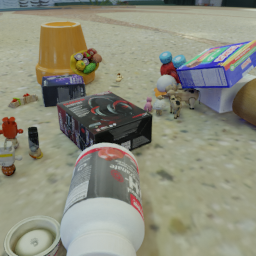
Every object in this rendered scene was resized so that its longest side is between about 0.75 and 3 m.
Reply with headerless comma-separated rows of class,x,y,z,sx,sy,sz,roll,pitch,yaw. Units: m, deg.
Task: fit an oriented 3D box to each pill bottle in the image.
pill bottle,-0.404,1.396,4.767,1.321,1.321,2.386,-1,29,-1

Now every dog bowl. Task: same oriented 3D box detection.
dog bowl,-1.585,1.953,4.766,0.935,0.345,0.935,1,28,0

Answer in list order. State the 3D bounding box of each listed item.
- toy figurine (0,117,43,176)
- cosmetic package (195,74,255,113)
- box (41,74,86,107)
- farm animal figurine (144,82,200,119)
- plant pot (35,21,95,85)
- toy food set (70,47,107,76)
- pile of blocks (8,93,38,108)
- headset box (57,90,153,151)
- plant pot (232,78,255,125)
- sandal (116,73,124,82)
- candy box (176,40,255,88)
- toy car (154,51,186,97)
toy figurine,-2.956,0.473,6.947,1.353,0.956,1.374,19,32,20
cosmetic package,3.528,-1.415,10.111,1.664,1.026,1.669,-12,27,-17
box,-2.400,-1.424,10.450,1.540,0.803,1.140,-7,30,-13
farm animal figurine,1.514,-1.062,9.694,1.774,0.892,1.432,-25,38,-38
plant pot,-2.798,-3.297,12.213,2.605,2.385,2.605,0,28,0
toy food set,-1.308,-2.352,9.552,1.428,0.840,0.466,-39,8,-36
pile of blocks,-3.874,-1.088,10.304,0.474,0.359,1.155,23,36,36
headset box,-0.782,-0.201,8.070,1.848,0.933,2.486,-19,34,-30
plant pot,4.237,-0.535,8.462,1.440,1.440,1.545,-11,43,-19
sandal,-0.383,-2.353,12.688,0.319,0.286,0.869,4,29,7
candy box,2.880,-2.002,9.026,1.719,0.783,2.033,-37,25,-24
toy car,1.557,-1.877,11.086,1.648,1.519,1.457,-44,44,-13
